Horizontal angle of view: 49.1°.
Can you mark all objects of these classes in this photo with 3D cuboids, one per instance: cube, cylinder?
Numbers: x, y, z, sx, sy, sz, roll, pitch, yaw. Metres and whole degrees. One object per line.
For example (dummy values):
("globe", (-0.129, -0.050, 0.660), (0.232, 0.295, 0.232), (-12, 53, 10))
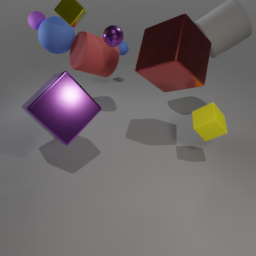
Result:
("cube", (-1.827, -3.753, 9.001), (0.700, 0.700, 0.700), (42, 10, -10))
("cube", (2.345, -0.169, 8.083), (0.700, 0.700, 0.700), (-27, 37, 32))
("cube", (1.265, -1.971, 7.725), (1.400, 1.400, 1.400), (-3, -23, 46))
("cube", (-1.862, -0.557, 7.774), (1.400, 1.400, 1.400), (-49, 23, -13))
("cylinder", (-1.269, -2.739, 10.526), (1.400, 1.400, 1.400), (7, 22, -37))
("cylinder", (3.161, -3.326, 9.459), (1.400, 1.400, 1.400), (-31, 30, 10))

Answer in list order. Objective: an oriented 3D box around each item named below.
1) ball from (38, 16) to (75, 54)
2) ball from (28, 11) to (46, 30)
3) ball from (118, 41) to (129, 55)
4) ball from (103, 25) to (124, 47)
("ball", (-2.770, -3.608, 10.915), (1.400, 1.400, 1.400), (0, 31, 0))
("ball", (-3.584, -4.248, 11.077), (0.700, 0.700, 0.700), (0, 31, 0))
("ball", (-0.318, -3.944, 13.834), (0.700, 0.700, 0.700), (0, 31, 0))
("ball", (-0.492, -3.063, 9.354), (0.700, 0.700, 0.700), (0, 31, 0))
